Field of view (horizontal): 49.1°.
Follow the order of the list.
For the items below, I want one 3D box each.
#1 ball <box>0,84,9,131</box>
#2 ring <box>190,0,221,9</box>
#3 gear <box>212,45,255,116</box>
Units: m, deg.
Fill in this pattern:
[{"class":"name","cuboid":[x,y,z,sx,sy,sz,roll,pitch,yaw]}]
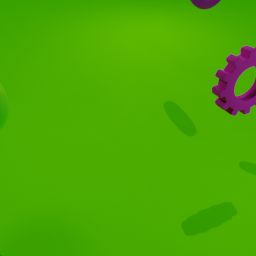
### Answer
[{"class":"ball","cuboid":[-2.253,-0.297,3.887,1.113,1.113,1.113,0,44,0]},{"class":"ring","cuboid":[1.970,-3.791,6.985,0.308,1.540,1.540,-13,45,-23]},{"class":"gear","cuboid":[2.083,-0.816,4.957,1.227,1.227,0.227,-15,34,-15]}]
